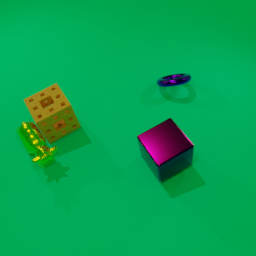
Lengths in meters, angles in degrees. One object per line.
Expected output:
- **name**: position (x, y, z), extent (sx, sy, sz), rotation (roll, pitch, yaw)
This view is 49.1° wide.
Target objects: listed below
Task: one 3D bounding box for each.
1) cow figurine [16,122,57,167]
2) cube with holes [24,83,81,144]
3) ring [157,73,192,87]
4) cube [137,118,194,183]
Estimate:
- **cow figurine**: position (-2.428, 0.402, 7.398), extent (0.701, 1.277, 1.256), rotation (-32, 15, -22)
- **cube with holes**: position (-2.136, -0.409, 7.991), extent (1.019, 1.019, 1.019), rotation (-30, 56, -12)
- **ring**: position (1.507, -1.577, 9.187), extent (1.143, 0.229, 1.143), rotation (-10, 18, 3)
- **cube**: position (0.963, 0.581, 7.202), extent (1.027, 1.027, 1.027), rotation (-29, 56, -9)
